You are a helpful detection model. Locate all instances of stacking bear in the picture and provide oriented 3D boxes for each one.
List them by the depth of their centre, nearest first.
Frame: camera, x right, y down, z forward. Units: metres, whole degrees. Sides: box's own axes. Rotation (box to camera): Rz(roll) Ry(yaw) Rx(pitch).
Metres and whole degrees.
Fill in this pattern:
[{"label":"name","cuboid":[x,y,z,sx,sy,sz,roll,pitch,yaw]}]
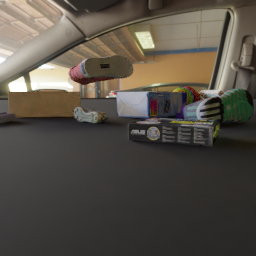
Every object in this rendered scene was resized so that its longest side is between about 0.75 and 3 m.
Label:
[{"label":"stacking bear","cuboid":[2.496,-1.319,13.670,1.300,1.218,2.141,-11,7,37]}]

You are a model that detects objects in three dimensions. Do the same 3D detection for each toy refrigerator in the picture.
[{"label":"toy refrigerator","cuboid":[-3.240,-0.957,11.107,2.657,1.009,0.930,-2,7,-13]}]

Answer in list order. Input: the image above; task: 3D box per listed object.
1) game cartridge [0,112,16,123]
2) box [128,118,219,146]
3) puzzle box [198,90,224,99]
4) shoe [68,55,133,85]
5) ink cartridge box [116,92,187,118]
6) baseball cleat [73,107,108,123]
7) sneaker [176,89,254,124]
[{"label":"game cartridge","cuboid":[-4.736,-0.331,8.911,1.855,0.356,1.202,0,3,2]},{"label":"box","cuboid":[0.962,0.036,5.632,1.593,0.353,1.276,3,8,23]},{"label":"puzzle box","cuboid":[4.204,-1.272,13.307,0.245,1.285,1.931,-46,14,-4]},{"label":"shoe","cuboid":[-0.849,-1.859,9.025,2.123,0.758,0.965,-14,4,-44]},{"label":"ink cartridge box","cuboid":[1.105,-0.957,11.068,2.612,0.997,1.782,-8,11,-41]},{"label":"baseball cleat","cuboid":[-1.175,-0.372,8.987,0.714,0.468,1.341,1,14,-45]},{"label":"sneaker","cuboid":[2.782,-0.653,8.731,2.830,1.053,1.239,-6,4,-39]}]
